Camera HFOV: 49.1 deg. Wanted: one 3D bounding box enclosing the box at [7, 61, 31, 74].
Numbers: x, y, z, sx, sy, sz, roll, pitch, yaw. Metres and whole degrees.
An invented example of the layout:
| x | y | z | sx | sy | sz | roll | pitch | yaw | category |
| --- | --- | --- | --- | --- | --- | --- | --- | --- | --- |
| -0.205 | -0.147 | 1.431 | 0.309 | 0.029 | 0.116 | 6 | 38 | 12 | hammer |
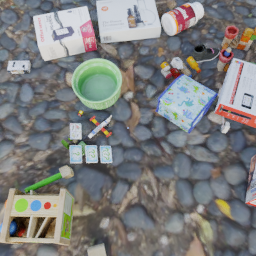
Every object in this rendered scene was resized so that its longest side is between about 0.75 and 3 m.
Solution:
| x | y | z | sx | sy | sz | roll | pitch | yaw | category |
| --- | --- | --- | --- | --- | --- | --- | --- | --- | --- |
| -4.599 | -2.571 | 11.840 | 0.872 | 0.262 | 0.508 | -2 | 66 | -1 | box |

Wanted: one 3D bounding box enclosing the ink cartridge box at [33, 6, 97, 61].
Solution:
| x | y | z | sx | sy | sz | roll | pitch | yaw | category |
| --- | --- | --- | --- | --- | --- | --- | --- | --- | --- |
| -2.716 | -4.088 | 12.113 | 2.381 | 1.004 | 1.724 | -14 | 66 | -6 | ink cartridge box |

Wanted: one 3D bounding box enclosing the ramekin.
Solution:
| x | y | z | sx | sy | sz | roll | pitch | yaw | category |
| --- | --- | --- | --- | --- | --- | --- | --- | --- | --- |
| -1.168 | -1.660 | 10.995 | 1.915 | 0.936 | 1.915 | 0 | 70 | 1 | ramekin |

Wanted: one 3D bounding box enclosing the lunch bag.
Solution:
| x | y | z | sx | sy | sz | roll | pitch | yaw | category |
| --- | --- | --- | --- | --- | --- | --- | --- | --- | --- |
| 2.239 | -1.037 | 10.612 | 1.636 | 1.226 | 1.925 | 35 | 68 | 14 | lunch bag |

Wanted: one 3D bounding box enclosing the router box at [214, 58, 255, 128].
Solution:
| x | y | z | sx | sy | sz | roll | pitch | yaw | category |
| --- | --- | --- | --- | --- | --- | --- | --- | --- | --- |
| 4.683 | -1.245 | 10.395 | 2.310 | 0.629 | 2.574 | 22 | 58 | 10 | router box |

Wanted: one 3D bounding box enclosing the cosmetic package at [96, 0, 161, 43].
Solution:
| x | y | z | sx | sy | sz | roll | pitch | yaw | category |
| --- | --- | --- | --- | --- | --- | --- | --- | --- | --- |
| -0.008 | -4.935 | 12.659 | 2.677 | 0.692 | 2.019 | -7 | 62 | -3 | cosmetic package |

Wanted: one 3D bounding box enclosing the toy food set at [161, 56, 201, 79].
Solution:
| x | y | z | sx | sy | sz | roll | pitch | yaw | category |
| --- | --- | --- | --- | --- | --- | --- | --- | --- | --- |
| 2.094 | -2.307 | 11.359 | 1.706 | 0.814 | 0.767 | -17 | 65 | -35 | toy food set |

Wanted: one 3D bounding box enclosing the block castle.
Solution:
| x | y | z | sx | sy | sz | roll | pitch | yaw | category |
| --- | --- | --- | --- | --- | --- | --- | --- | --- | --- |
| 5.220 | -3.084 | 11.495 | 2.800 | 1.313 | 1.871 | 17 | 66 | 8 | block castle |

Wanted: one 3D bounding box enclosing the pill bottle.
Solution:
| x | y | z | sx | sy | sz | roll | pitch | yaw | category |
| --- | --- | --- | --- | --- | --- | --- | --- | --- | --- |
| 2.460 | -4.925 | 12.503 | 1.757 | 0.992 | 0.992 | -31 | 69 | -14 | pill bottle |

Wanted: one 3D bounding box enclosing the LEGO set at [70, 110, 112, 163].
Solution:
| x | y | z | sx | sy | sz | roll | pitch | yaw | category |
| --- | --- | --- | --- | --- | --- | --- | --- | --- | --- |
| -1.351 | 0.246 | 10.304 | 1.551 | 0.509 | 2.076 | 2 | 65 | -16 | LEGO set |

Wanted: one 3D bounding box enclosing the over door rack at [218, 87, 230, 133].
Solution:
| x | y | z | sx | sy | sz | roll | pitch | yaw | category |
| --- | --- | --- | --- | --- | --- | --- | --- | --- | --- |
| 4.289 | -0.476 | 10.493 | 1.777 | 0.801 | 2.406 | 10 | 45 | 4 | over door rack |

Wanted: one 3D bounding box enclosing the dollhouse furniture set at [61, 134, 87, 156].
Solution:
| x | y | z | sx | sy | sz | roll | pitch | yaw | category |
| --- | --- | --- | --- | --- | --- | --- | --- | --- | --- |
| -1.911 | 0.625 | 10.299 | 0.888 | 0.446 | 0.582 | 36 | 71 | 15 | dollhouse furniture set |

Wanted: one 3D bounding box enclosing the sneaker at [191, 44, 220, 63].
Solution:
| x | y | z | sx | sy | sz | roll | pitch | yaw | category |
| --- | --- | --- | --- | --- | --- | --- | --- | --- | --- |
| 3.339 | -3.247 | 11.892 | 1.466 | 0.727 | 0.518 | -19 | 65 | -10 | sneaker |

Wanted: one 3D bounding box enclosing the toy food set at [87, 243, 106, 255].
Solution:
| x | y | z | sx | sy | sz | roll | pitch | yaw | category |
| --- | --- | --- | --- | --- | --- | --- | --- | --- | --- |
| -0.947 | 4.120 | 8.877 | 0.550 | 0.232 | 0.767 | -13 | 75 | -6 | toy food set |

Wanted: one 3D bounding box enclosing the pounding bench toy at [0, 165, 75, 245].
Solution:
| x | y | z | sx | sy | sz | roll | pitch | yaw | category |
| --- | --- | --- | --- | --- | --- | --- | --- | --- | --- |
| -2.803 | 2.378 | 8.923 | 1.906 | 1.518 | 2.444 | 1 | 66 | 1 | pounding bench toy |

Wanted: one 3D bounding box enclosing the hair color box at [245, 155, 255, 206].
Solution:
| x | y | z | sx | sy | sz | roll | pitch | yaw | category |
| --- | --- | --- | --- | --- | --- | --- | --- | --- | --- |
| 4.527 | 1.722 | 9.527 | 0.550 | 0.955 | 1.721 | 17 | 66 | 7 | hair color box |
